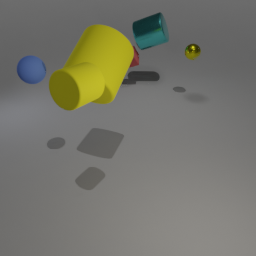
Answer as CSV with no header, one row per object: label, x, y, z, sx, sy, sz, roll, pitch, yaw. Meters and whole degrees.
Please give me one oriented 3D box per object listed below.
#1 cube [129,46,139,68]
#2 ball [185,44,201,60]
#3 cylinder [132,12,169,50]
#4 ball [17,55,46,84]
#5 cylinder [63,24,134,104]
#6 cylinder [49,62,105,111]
cube,0.102,-3.500,13.844,0.700,0.700,0.700,-11,59,23
ball,2.834,-3.337,12.276,0.700,0.700,0.700,0,32,0
cylinder,1.106,-4.620,13.449,1.400,1.400,1.400,-12,27,22
ball,-2.402,-1.447,6.983,0.700,0.700,0.700,0,32,0
cylinder,-0.737,-1.543,6.936,1.400,1.400,1.400,14,66,21
cylinder,-0.880,-0.736,4.873,0.700,0.700,0.700,17,30,25
